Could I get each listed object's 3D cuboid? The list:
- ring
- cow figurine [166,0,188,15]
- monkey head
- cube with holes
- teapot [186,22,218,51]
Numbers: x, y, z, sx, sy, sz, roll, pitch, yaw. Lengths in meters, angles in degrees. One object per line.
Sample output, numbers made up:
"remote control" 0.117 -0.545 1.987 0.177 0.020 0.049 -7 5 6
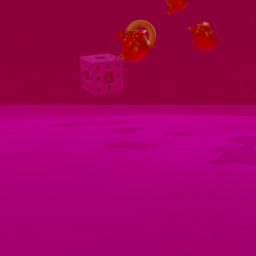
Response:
"ring" 0.473 -3.506 10.718 1.167 1.167 0.233 0 23 -1
"cow figurine" 1.459 -4.093 8.191 0.712 1.297 1.276 -47 23 -28
"monkey head" 0.116 -2.965 10.115 1.795 1.082 1.291 -34 40 -28
"cube with holes" -0.898 -1.851 9.569 1.088 1.088 1.088 -15 29 -27
"teapot" 1.802 -2.197 6.786 0.557 0.708 1.138 -23 -32 31
